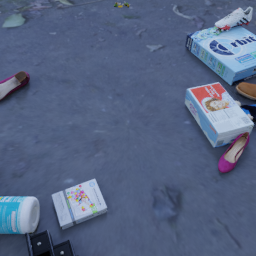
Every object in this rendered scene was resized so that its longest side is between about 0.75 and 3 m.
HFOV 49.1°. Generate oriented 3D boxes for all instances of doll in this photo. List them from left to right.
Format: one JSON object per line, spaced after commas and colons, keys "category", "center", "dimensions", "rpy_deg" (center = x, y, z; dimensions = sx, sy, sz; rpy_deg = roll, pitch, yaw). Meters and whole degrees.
{"category": "doll", "center": [3.938, -0.402, 8.592], "dimensions": [1.682, 0.407, 1.147], "rpy_deg": [33, 38, 29]}

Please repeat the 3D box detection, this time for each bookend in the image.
{"category": "bookend", "center": [-1.577, 2.560, 5.936], "dimensions": [0.952, 0.438, 0.946], "rpy_deg": [-17, 50, -15]}

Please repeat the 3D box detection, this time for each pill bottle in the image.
{"category": "pill bottle", "center": [-2.788, 1.938, 6.255], "dimensions": [1.442, 0.799, 0.799], "rpy_deg": [0, 48, 0]}

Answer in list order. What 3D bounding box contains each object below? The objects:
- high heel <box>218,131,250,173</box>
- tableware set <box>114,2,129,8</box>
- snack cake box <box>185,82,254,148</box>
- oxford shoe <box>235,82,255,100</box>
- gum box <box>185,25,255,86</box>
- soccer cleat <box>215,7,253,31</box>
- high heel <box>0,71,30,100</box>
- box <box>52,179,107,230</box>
{"category": "high heel", "center": [2.845, 0.627, 7.544], "dimensions": [0.447, 0.637, 1.325], "rpy_deg": [28, 54, 23]}
{"category": "tableware set", "center": [-0.293, -6.192, 14.053], "dimensions": [0.770, 0.118, 0.519], "rpy_deg": [11, 49, 10]}
{"category": "snack cake box", "center": [2.680, -0.455, 8.498], "dimensions": [1.146, 0.669, 1.992], "rpy_deg": [-14, 49, -10]}
{"category": "oxford shoe", "center": [4.687, -1.277, 9.122], "dimensions": [2.197, 0.783, 0.784], "rpy_deg": [11, 39, 12]}
{"category": "gum box", "center": [4.037, -2.989, 10.800], "dimensions": [2.416, 0.633, 2.843], "rpy_deg": [-20, 50, -17]}
{"category": "soccer cleat", "center": [4.224, -4.374, 11.157], "dimensions": [1.729, 0.736, 0.593], "rpy_deg": [-17, 48, -17]}
{"category": "high heel", "center": [-4.196, -1.332, 9.579], "dimensions": [1.854, 0.891, 0.625], "rpy_deg": [-30, 98, -10]}
{"category": "box", "center": [-1.172, 1.812, 6.755], "dimensions": [1.127, 0.232, 0.878], "rpy_deg": [-17, 50, -16]}
